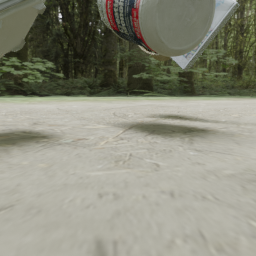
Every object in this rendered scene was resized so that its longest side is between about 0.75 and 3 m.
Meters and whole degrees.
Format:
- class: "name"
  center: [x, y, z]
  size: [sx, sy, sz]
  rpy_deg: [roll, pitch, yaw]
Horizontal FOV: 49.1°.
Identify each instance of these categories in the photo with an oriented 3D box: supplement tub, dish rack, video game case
- class: "supplement tub"
  center: [0.580, -3.119, 7.209]
  size: [2.023, 2.023, 2.883]
  rpy_deg: [-4, 27, -30]
- class: "dish rack"
  center: [-2.640, -2.002, 5.855]
  size: [2.348, 0.511, 2.015]
  rpy_deg: [-26, 19, 50]
- class: "video game case"
  center: [1.996, -3.513, 9.264]
  size: [0.293, 2.469, 2.248]
  rpy_deg: [7, 39, -49]

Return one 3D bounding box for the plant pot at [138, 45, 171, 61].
- class: "plant pot"
  center: [1.287, -3.453, 10.885]
  size: [1.856, 1.856, 1.699]
  rpy_deg: [2, -4, 12]
